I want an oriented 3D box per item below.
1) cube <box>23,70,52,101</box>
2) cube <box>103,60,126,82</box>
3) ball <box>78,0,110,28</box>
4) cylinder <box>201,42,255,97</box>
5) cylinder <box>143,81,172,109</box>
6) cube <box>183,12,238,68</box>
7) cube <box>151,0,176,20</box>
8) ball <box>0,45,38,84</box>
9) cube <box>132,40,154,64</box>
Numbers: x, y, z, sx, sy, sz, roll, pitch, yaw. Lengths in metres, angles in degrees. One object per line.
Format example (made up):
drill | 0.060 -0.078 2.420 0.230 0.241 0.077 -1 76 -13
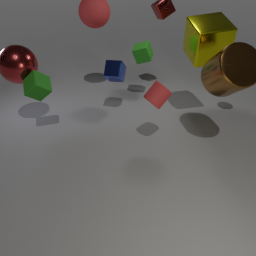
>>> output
cube | -3.219 -1.493 9.953 0.700 0.700 0.700 21 44 -49
cube | -0.529 -2.346 11.581 0.700 0.700 0.700 6 -8 16
ball | -1.474 -5.132 12.344 1.400 1.400 1.400 0 32 0
cylinder | 3.238 -1.800 8.887 1.400 1.400 1.400 -6 -4 -10
cylinder | 0.996 -1.107 9.411 0.700 0.700 0.700 39 7 -5
cube | 2.998 -3.302 10.482 1.400 1.400 1.400 -10 47 -5
cube | 1.541 -5.260 12.279 0.700 0.700 0.700 -35 28 0
ball | -4.020 -2.317 10.234 1.400 1.400 1.400 0 32 0
cube | 0.673 -3.400 12.596 0.700 0.700 0.700 -7 41 24
